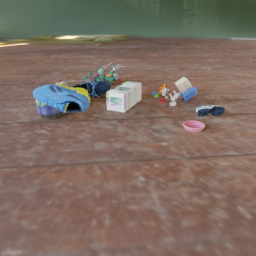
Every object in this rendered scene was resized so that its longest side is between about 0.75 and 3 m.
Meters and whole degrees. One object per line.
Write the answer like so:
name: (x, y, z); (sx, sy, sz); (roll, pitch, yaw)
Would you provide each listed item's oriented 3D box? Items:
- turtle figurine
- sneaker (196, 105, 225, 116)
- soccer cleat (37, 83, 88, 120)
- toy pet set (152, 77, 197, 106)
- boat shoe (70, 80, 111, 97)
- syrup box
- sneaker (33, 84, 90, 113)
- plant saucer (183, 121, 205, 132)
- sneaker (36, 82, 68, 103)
turtle figurine: (-1.249, -2.898, 15.461); (2.228, 1.122, 1.668); (-8, 6, 21)
sneaker: (3.304, -0.753, 11.272); (1.174, 0.445, 0.452); (-1, 27, -5)
soccer cleat: (-2.560, -1.323, 11.566); (0.968, 1.252, 2.993); (11, 25, 24)
toy pet set: (2.222, -1.521, 12.981); (1.698, 0.966, 1.818); (-35, 20, 7)
boat shoe: (-1.843, -1.802, 13.399); (2.009, 0.845, 0.690); (-12, 4, 7)
syrup box: (-0.133, -1.406, 12.311); (0.807, 0.834, 2.049); (9, 24, 22)
sneaker: (-1.681, -0.683, 6.814); (1.479, 0.487, 0.580); (12, 37, 6)
plant saucer: (2.336, -0.046, 9.950); (0.755, 0.191, 0.755); (0, 22, 0)
sneaker: (-3.452, -1.571, 12.609); (0.955, 0.688, 1.827); (7, 40, 17)
